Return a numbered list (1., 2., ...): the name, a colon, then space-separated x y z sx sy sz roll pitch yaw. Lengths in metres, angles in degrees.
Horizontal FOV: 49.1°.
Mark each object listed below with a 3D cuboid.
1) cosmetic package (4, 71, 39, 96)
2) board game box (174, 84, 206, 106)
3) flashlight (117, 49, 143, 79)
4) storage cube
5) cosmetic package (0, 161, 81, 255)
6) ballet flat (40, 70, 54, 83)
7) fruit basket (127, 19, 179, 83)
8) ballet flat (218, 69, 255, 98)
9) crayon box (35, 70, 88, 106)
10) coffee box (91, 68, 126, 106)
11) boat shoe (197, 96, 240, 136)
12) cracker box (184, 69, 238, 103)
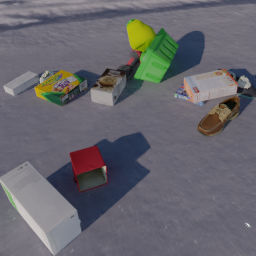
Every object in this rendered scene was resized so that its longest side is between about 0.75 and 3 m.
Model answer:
1. cosmetic package: -5.274 -2.229 13.931 0.673 0.413 1.630 24 48 24
2. board game box: 3.057 -1.604 13.372 1.416 0.244 0.958 22 47 23
3. flashlight: 0.118 -3.548 15.107 0.831 0.834 2.455 -10 33 40
4. storage cube: -1.360 1.378 9.561 1.158 0.990 1.041 -15 44 -15
5. cosmetic package: -2.585 2.290 8.307 1.067 1.353 2.515 -33 51 -31
6. ballet flat: -4.204 -2.738 14.508 0.420 0.420 1.210 10 43 10
7. fruit basket: 0.958 -4.089 14.392 3.079 2.221 3.079 14 48 -16
8. ballet flat: 5.234 -2.252 13.648 0.871 0.871 2.386 -32 51 -30
9. crayon box: -3.200 -1.977 13.544 1.648 0.557 1.910 23 47 23
10. coffee box: -0.883 -1.990 13.405 1.090 0.770 1.929 13 44 14
11. boat shoe: 3.840 -0.600 11.755 0.964 0.941 2.549 34 52 31
12. cracker box: 3.772 -1.964 12.944 2.062 0.595 1.381 -11 42 -1
